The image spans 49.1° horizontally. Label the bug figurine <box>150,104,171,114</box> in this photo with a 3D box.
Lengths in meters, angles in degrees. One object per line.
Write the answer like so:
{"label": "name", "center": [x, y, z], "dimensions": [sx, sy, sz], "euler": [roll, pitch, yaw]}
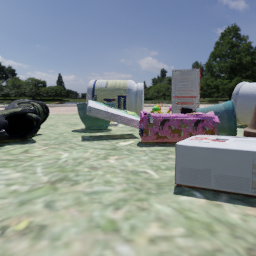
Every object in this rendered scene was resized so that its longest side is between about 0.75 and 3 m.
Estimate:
{"label": "bug figurine", "center": [2.731, -1.284, 19.360], "dimensions": [2.851, 0.734, 2.211], "euler": [3, 7, 26]}

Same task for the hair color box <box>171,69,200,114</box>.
{"label": "hair color box", "center": [3.125, -1.800, 15.117], "dimensions": [1.474, 2.658, 0.850], "euler": [2, 6, 17]}

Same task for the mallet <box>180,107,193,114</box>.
{"label": "mallet", "center": [3.308, -0.464, 11.559], "dimensions": [2.418, 0.796, 0.498], "euler": [0, 6, -4]}

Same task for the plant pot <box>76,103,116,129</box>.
{"label": "plant pot", "center": [-1.191, -0.463, 10.594], "dimensions": [1.483, 0.993, 1.483], "euler": [0, 7, 0]}

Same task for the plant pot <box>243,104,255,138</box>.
{"label": "plant pot", "center": [3.826, -0.309, 6.984], "dimensions": [1.699, 1.482, 1.699], "euler": [1, 7, 0]}

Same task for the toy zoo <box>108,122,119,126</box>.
{"label": "toy zoo", "center": [-0.954, -0.157, 11.793], "dimensions": [1.199, 0.123, 0.787], "euler": [-2, 6, -21]}

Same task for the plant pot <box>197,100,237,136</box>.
{"label": "plant pot", "center": [2.769, -0.267, 8.819], "dimensions": [1.112, 1.135, 1.135], "euler": [-6, 5, 14]}

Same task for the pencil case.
{"label": "pencil case", "center": [1.291, -0.035, 7.312], "dimensions": [2.022, 0.837, 0.875], "euler": [1, 1, 3]}

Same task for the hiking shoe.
{"label": "hiking shoe", "center": [-2.985, -0.112, 8.036], "dimensions": [1.501, 1.129, 2.983], "euler": [12, 18, 17]}

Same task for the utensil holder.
{"label": "utensil holder", "center": [5.597, -0.916, 11.282], "dimensions": [1.840, 1.840, 2.166], "euler": [-5, 11, -40]}

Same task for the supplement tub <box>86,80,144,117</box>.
{"label": "supplement tub", "center": [-0.637, -1.586, 15.519], "dimensions": [2.986, 2.165, 2.165], "euler": [1, 6, 5]}

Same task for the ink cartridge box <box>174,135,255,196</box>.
{"label": "ink cartridge box", "center": [1.513, 0.460, 3.936], "dimensions": [1.394, 0.584, 1.223], "euler": [3, 7, 28]}

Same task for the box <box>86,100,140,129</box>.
{"label": "box", "center": [-0.468, -0.447, 8.707], "dimensions": [1.648, 0.299, 1.189], "euler": [17, 12, -12]}
